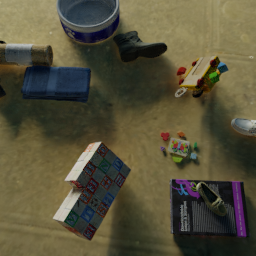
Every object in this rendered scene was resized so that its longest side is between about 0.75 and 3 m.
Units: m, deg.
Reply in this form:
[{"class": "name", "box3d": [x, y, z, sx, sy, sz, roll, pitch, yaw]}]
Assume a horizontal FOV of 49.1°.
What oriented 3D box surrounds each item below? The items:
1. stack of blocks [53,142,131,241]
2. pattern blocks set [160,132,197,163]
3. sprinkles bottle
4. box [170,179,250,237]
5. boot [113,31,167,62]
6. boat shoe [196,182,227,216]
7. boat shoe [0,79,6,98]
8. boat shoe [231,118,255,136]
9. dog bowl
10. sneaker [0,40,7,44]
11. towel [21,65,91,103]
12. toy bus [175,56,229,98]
[{"class": "stack of blocks", "box3d": [-1.266, 2.052, 9.406, 1.608, 0.818, 2.793, 45, 58, -23]}, {"class": "pattern blocks set", "box3d": [1.995, 0.730, 11.012, 1.450, 0.117, 1.274, 3, 67, 1]}, {"class": "sprinkles bottle", "box3d": [-4.779, -3.184, 12.188, 2.855, 0.974, 0.974, 1, 67, 1]}, {"class": "box", "box3d": [2.818, 2.819, 9.943, 2.659, 0.480, 1.901, 3, 67, 0]}, {"class": "boot", "box3d": [0.537, -3.880, 12.654, 2.264, 0.767, 1.479, -12, 62, -6]}, {"class": "boat shoe", "box3d": [2.895, 2.431, 9.620, 0.486, 0.419, 1.331, -32, 70, -13]}, {"class": "boat shoe", "box3d": [-5.716, -1.958, 11.920, 0.592, 0.669, 1.828, -20, 69, -28]}, {"class": "boat shoe", "box3d": [5.094, -0.031, 11.032, 1.918, 0.665, 0.679, 17, 68, 7]}, {"class": "dog bowl", "box3d": [-1.807, -5.403, 13.050, 2.849, 1.122, 2.849, 0, 67, 0]}, {"class": "sneaker", "box3d": [-5.757, -3.789, 12.663, 1.012, 0.584, 0.380, 20, 68, 8]}, {"class": "towel", "box3d": [-2.970, -1.882, 11.814, 2.815, 0.683, 1.571, 2, 67, 2]}, {"class": "toy bus", "box3d": [3.045, -1.941, 11.595, 2.195, 1.134, 2.071, -29, 34, 20]}]
